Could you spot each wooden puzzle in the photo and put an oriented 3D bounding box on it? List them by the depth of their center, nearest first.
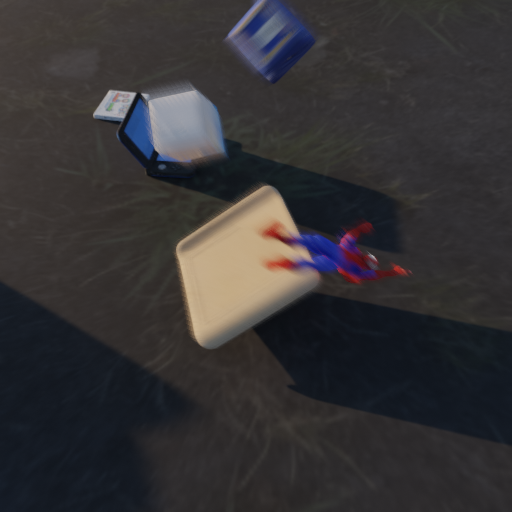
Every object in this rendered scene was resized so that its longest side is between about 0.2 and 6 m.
[{"bbox_3d":[-0.177,0.123,7.628,1.786,0.360,1.931,-33,46,11],"label":"wooden puzzle"}]

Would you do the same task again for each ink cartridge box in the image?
[{"bbox_3d":[-0.814,-1.525,6.665,0.609,0.827,0.598,-9,89,12],"label":"ink cartridge box"}]

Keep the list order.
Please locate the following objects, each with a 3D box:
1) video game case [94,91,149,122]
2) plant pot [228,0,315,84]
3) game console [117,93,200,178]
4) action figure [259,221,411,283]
[{"bbox_3d":[-2.714,-3.034,11.353,0.861,0.112,0.946,7,46,7],"label":"video game case"},{"bbox_3d":[0.199,-3.207,8.244,0.932,0.932,0.838,48,17,0],"label":"plant pot"},{"bbox_3d":[-1.637,-2.185,10.028,1.255,0.870,1.470,4,47,5],"label":"game console"},{"bbox_3d":[1.006,-0.055,6.314,1.872,0.926,0.611,9,69,-48],"label":"action figure"}]
